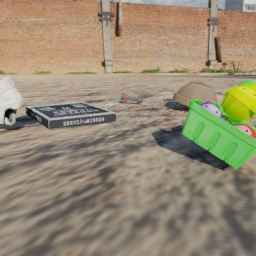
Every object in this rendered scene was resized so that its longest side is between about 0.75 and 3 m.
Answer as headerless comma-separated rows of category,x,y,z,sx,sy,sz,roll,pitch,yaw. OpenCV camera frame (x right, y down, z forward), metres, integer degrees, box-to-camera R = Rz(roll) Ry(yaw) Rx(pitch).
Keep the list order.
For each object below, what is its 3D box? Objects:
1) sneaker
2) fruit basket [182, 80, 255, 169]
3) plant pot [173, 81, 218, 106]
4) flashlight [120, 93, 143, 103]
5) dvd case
sneaker,-3.281,-0.363,6.833,1.977,0.982,0.770,-28,16,31
fruit basket,1.686,-0.197,4.506,1.377,1.377,0.993,6,8,26
plant pot,2.639,-1.243,10.462,1.751,0.808,1.751,15,17,-5
flashlight,0.163,-1.278,12.065,0.959,0.325,0.326,12,-27,-4
dvd case,-1.921,-0.460,8.960,2.059,0.339,2.739,-8,15,-31
